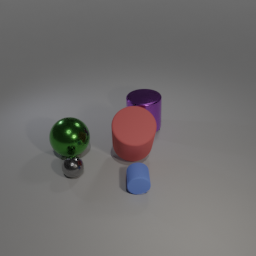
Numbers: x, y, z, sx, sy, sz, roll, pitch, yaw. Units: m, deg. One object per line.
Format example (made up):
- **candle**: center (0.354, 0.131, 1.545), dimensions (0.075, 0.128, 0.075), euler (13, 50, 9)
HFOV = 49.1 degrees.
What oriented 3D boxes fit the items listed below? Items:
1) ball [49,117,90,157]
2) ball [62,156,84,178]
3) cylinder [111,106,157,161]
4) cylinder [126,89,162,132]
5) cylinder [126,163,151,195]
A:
- **ball**: center (-2.034, 0.318, 9.807), dimensions (1.400, 1.400, 1.400), euler (0, 32, 0)
- **ball**: center (-1.773, 1.242, 9.013), dimensions (0.700, 0.700, 0.700), euler (0, 32, 0)
- **cylinder**: center (0.172, 0.215, 9.227), dimensions (1.400, 1.400, 1.400), euler (1, 63, -1)
- **cylinder**: center (0.649, -0.669, 11.341), dimensions (1.400, 1.400, 1.400), euler (-2, 33, 1)
- **cylinder**: center (0.311, 1.532, 8.512), dimensions (0.700, 0.700, 0.700), euler (-1, 34, -2)
